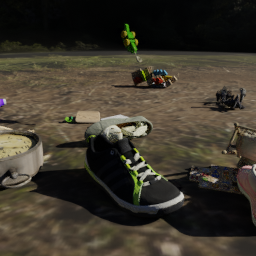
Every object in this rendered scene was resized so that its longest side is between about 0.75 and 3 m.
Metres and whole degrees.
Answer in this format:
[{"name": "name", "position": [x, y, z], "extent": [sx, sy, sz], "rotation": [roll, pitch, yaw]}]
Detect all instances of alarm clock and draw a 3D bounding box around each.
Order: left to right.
[{"name": "alarm clock", "position": [-2.905, 0.808, 6.613], "extent": [1.886, 0.931, 2.796], "rotation": [-12, 20, -31]}]

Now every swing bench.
[{"name": "swing bench", "position": [3.089, 0.623, 6.430], "extent": [1.306, 0.852, 1.313], "rotation": [22, -6, 43]}]

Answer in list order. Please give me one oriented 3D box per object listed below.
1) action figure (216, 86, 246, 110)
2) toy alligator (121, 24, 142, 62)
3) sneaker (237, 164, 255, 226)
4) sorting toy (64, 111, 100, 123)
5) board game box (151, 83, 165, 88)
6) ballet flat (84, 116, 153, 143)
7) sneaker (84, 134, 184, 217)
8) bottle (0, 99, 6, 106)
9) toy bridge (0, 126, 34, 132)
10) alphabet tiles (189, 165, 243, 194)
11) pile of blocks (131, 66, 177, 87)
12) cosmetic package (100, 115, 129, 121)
[{"name": "action figure", "position": [4.773, -1.445, 12.984], "extent": [1.170, 1.005, 1.969], "rotation": [9, 17, -7]}, {"name": "toy alligator", "position": [0.076, -3.075, 10.446], "extent": [0.488, 1.644, 0.446], "rotation": [-11, -14, -35]}, {"name": "sneaker", "position": [2.733, 1.039, 5.659], "extent": [0.766, 1.063, 2.034], "rotation": [1, 21, 12]}, {"name": "sorting toy", "position": [-1.816, -0.415, 11.184], "extent": [1.372, 0.202, 1.015], "rotation": [1, 24, -7]}, {"name": "board game box", "position": [1.916, -2.745, 17.868], "extent": [0.791, 0.172, 0.787], "rotation": [5, 21, 15]}, {"name": "ballet flat", "position": [-0.218, 0.078, 8.939], "extent": [2.360, 0.795, 0.752], "rotation": [-12, 29, -32]}, {"name": "sneaker", "position": [-0.097, 0.856, 6.040], "extent": [1.038, 1.198, 2.894], "rotation": [-18, 26, -41]}, {"name": "bottle", "position": [-6.288, -1.115, 12.871], "extent": [1.241, 0.405, 0.518], "rotation": [-12, 21, -31]}, {"name": "toy bridge", "position": [-3.859, 0.368, 8.045], "extent": [2.425, 0.815, 0.330], "rotation": [-17, 25, -39]}, {"name": "alphabet tiles", "position": [2.261, 1.199, 6.811], "extent": [1.466, 0.055, 1.226], "rotation": [6, 21, 16]}, {"name": "pile of blocks", "position": [1.562, -3.181, 17.432], "extent": [2.936, 1.205, 0.912], "rotation": [4, 18, 13]}, {"name": "cosmetic package", "position": [-0.261, -0.136, 10.197], "extent": [0.956, 0.327, 1.267], "rotation": [-17, 25, -36]}]
